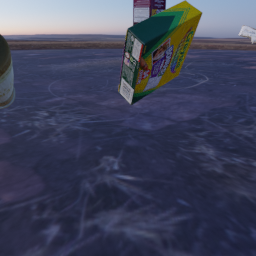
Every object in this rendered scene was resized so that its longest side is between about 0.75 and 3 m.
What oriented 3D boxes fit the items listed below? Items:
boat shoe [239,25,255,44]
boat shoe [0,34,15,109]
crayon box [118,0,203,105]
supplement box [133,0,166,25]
[{"bbox_3d":[3.331,-2.336,7.234,0.346,0.339,0.978,7,26,-47],"label":"boat shoe"},{"bbox_3d":[-2.621,-1.302,3.591,2.867,0.902,1.046,34,61,7],"label":"boat shoe"},{"bbox_3d":[0.619,-1.529,5.950,1.580,1.831,0.534,-33,68,-24],"label":"crayon box"},{"bbox_3d":[0.770,-4.557,9.853,0.792,1.850,1.021,16,27,36],"label":"supplement box"}]
